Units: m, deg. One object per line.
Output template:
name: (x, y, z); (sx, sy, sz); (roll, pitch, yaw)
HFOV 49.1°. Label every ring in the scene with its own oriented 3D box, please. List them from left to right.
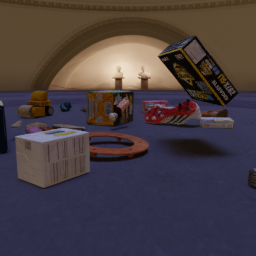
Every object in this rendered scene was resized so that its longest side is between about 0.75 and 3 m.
ring: (-0.548, 0.443, 7.596); (2.219, 0.213, 2.219); (4, 12, -1)

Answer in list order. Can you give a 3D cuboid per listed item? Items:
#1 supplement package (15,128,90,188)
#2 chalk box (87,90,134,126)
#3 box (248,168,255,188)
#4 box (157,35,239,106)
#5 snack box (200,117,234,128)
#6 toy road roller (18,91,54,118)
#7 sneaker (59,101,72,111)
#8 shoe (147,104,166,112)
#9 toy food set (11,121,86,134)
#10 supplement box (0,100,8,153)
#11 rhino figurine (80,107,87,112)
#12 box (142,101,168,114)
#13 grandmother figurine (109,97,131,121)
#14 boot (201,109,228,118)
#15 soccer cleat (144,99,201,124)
supplement package: (-1.460, 0.529, 5.541); (0.864, 0.858, 1.139); (8, 13, 37)
chalk box: (-0.632, -0.955, 12.462); (1.404, 1.414, 2.266); (6, 10, 27)
box: (2.994, 0.940, 4.675); (1.168, 0.356, 1.449); (-4, 10, -28)
box: (1.787, -1.508, 7.612); (0.555, 1.796, 2.249); (-43, 13, 2)
snack box: (3.572, -0.218, 11.331); (1.223, 0.324, 0.870); (2, 10, 10)
toy road roller: (-4.707, -1.237, 14.346); (1.077, 1.280, 1.753); (5, 11, 24)
sneaker: (-3.856, -1.242, 16.997); (0.621, 0.555, 1.517); (-20, 6, 5)
shoe: (1.709, -0.949, 14.502); (0.842, 0.661, 1.851); (-8, 8, -18)
toy food set: (-2.608, 0.138, 9.415); (2.315, 0.365, 1.471); (6, 9, -9)
supplement box: (-4.352, -0.043, 7.616); (1.871, 1.256, 1.869); (-5, 11, -25)
rhino figurine: (-2.346, -1.092, 16.454); (0.396, 0.271, 0.906); (25, 22, 38)
box: (1.502, -1.187, 15.794); (1.374, 0.685, 0.656); (-3, 10, -14)
grandmother figurine: (-0.338, -0.710, 10.823); (0.364, 0.728, 1.201); (-10, 34, 47)
boot: (4.280, -0.713, 13.842); (1.261, 0.465, 0.976); (-5, 7, -41)
soccer cleat: (1.861, -0.517, 11.902); (2.539, 0.871, 1.081); (-12, -38, 36)
